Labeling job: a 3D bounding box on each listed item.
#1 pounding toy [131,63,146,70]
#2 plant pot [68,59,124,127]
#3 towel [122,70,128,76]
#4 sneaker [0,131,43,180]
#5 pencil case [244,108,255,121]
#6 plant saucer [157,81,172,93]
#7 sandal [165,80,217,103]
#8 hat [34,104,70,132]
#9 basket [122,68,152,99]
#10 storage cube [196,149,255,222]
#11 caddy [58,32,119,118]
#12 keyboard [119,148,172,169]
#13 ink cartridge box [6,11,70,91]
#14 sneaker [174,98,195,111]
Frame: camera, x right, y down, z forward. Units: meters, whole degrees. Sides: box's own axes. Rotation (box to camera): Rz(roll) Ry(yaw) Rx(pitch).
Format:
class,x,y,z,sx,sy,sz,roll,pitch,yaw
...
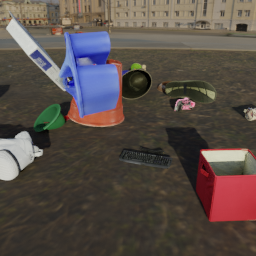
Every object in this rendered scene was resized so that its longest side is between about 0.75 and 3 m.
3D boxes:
class,x,y,z,sx,sy,sz,roll,pitch,yaw
pounding toy,0.653,-3.816,19.040,1.287,0.993,0.597,11,48,34
plant pot,-1.251,-1.632,11.802,2.458,2.390,2.458,6,23,-2
towel,-0.337,-3.247,18.113,1.755,0.589,2.376,12,26,40
sneaker,-3.930,0.677,8.677,2.565,0.964,1.474,18,28,24
pencil case,5.777,-0.687,12.208,1.343,0.523,0.601,-9,56,-18
plant saucer,2.644,-2.450,16.501,1.851,0.339,1.851,0,23,0
sandal,3.295,-1.985,14.634,2.760,1.096,0.788,15,14,32
hat,-2.779,-0.111,11.417,1.572,1.384,1.302,-49,39,-8
basket,0.532,-2.569,15.403,1.931,1.456,2.142,-24,12,19
storage cube,2.420,1.333,6.731,1.421,1.277,1.214,-2,24,-3
caddy,-1.208,-1.438,7.857,1.493,2.011,2.844,-12,-12,-10
keyboard,0.626,0.908,9.084,1.636,0.169,1.040,8,25,16
ink cartridge box,-3.642,-3.021,11.277,0.542,2.666,2.671,-40,62,-1
sneaker,2.704,-1.059,13.226,0.641,0.531,1.345,30,37,30
